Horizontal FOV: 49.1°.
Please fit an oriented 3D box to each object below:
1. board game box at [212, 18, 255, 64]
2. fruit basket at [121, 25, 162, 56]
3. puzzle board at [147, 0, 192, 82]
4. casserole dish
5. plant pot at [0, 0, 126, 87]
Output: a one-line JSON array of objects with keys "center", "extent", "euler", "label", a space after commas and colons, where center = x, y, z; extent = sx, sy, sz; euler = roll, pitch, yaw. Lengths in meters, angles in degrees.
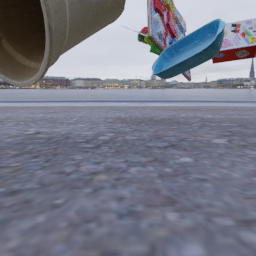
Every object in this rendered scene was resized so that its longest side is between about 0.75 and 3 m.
[{"center": [3.502, -2.670, 8.356], "extent": [2.067, 0.417, 1.581], "euler": [-5, 45, 15], "label": "board game box"}, {"center": [0.920, -3.066, 9.894], "extent": [1.941, 0.910, 1.797], "euler": [27, 19, 28], "label": "fruit basket"}, {"center": [1.307, -3.159, 8.602], "extent": [0.257, 2.950, 2.223], "euler": [-21, -38, 34], "label": "puzzle board"}, {"center": [0.918, -1.136, 4.221], "extent": [1.310, 0.254, 0.793], "euler": [-21, 35, 45], "label": "casserole dish"}, {"center": [-1.419, -2.545, 5.159], "extent": [2.818, 2.818, 2.580], "euler": [6, 32, 40], "label": "plant pot"}]
